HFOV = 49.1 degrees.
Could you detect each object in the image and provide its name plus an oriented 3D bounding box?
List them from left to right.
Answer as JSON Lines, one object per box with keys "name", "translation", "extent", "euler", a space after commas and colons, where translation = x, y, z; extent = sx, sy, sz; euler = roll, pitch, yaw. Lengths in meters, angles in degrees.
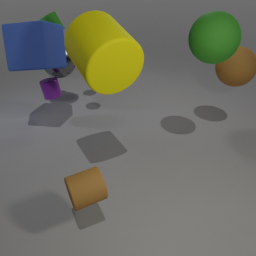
{"name": "cube", "translation": [-2.958, -2.604, 9.049], "extent": [1.400, 1.400, 1.400], "euler": [0, 14, 13]}
{"name": "cylinder", "translation": [-2.985, -1.530, 10.835], "extent": [0.700, 0.700, 0.700], "euler": [-9, 26, 5]}
{"name": "cylinder", "translation": [-2.883, -3.926, 10.620], "extent": [0.700, 0.700, 0.700], "euler": [-25, 23, 12]}
{"name": "ball", "translation": [-2.853, -2.769, 11.548], "extent": [1.400, 1.400, 1.400], "euler": [0, 30, 0]}
{"name": "cylinder", "translation": [-0.853, 1.220, 5.688], "extent": [0.700, 0.700, 0.700], "euler": [-18, 34, -18]}
{"name": "cylinder", "translation": [-0.566, -1.722, 6.412], "extent": [1.400, 1.400, 1.400], "euler": [-15, 50, -25]}
{"name": "ball", "translation": [2.384, -2.489, 7.748], "extent": [1.400, 1.400, 1.400], "euler": [0, 30, 0]}
{"name": "ball", "translation": [3.807, -2.163, 9.877], "extent": [1.400, 1.400, 1.400], "euler": [0, 30, 0]}
